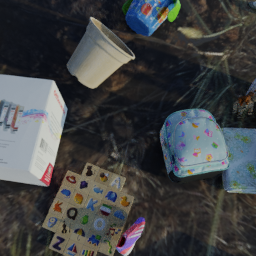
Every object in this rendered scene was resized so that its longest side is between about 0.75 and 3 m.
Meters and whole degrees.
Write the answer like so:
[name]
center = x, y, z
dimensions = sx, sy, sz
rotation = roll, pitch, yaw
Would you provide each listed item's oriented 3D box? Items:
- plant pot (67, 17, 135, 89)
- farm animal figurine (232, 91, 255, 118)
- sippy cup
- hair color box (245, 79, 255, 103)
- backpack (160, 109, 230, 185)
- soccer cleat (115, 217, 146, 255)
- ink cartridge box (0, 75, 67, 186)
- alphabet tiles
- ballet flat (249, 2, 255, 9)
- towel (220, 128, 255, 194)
[plant pot]
center = -1.034, -2.343, 9.336
dimensions = 1.729, 1.889, 1.889
rotation = -46, 71, 19
[farm animal figurine]
center = 4.248, -0.726, 9.128
dimensions = 1.423, 1.149, 0.715
rotation = 19, 61, 10
[sippy cup]
center = 0.763, -4.384, 10.450
dimensions = 1.684, 2.144, 1.571
rotation = 36, 82, -16
[hair color box]
center = 4.821, -1.543, 8.644
dimensions = 1.278, 2.583, 0.783
rotation = 31, 71, 12
[backpack]
center = 1.910, 0.430, 8.389
dimensions = 1.826, 1.592, 2.077
rotation = -10, 62, -3
[soccer cleat]
center = 0.092, 2.940, 7.766
dimensions = 0.420, 0.391, 1.147
rotation = 47, 65, -25
[ink cartridge box]
center = -3.169, 0.089, 8.295
dimensions = 1.964, 1.973, 2.715
rotation = 8, 67, 3
[alphabet tiles]
center = -1.156, 2.475, 8.314
dimensions = 2.225, 0.085, 2.674
rotation = 20, 69, 7
[ballet flat]
center = 5.293, -4.896, 11.277
dimensions = 0.310, 0.293, 0.920
rotation = -38, 72, -14
[towel]
center = 3.860, 1.010, 8.717
dimensions = 1.830, 0.515, 2.138
rotation = 4, 67, 1
